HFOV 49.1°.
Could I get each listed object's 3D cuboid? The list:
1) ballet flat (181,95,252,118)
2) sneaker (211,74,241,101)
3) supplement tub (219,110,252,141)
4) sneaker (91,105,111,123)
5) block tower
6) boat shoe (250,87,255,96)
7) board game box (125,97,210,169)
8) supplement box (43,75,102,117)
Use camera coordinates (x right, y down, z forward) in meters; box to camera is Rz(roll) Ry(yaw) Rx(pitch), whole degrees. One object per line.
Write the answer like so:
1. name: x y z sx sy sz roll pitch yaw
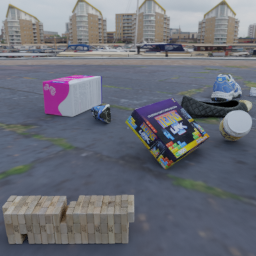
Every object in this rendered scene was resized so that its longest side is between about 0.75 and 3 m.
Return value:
1. ballet flat: 2.628 -0.668 8.180 2.211 0.628 0.735 -3 17 -11
2. sneaker: 3.928 -1.647 10.951 0.905 0.920 2.389 7 17 28
3. supplement tub: 2.242 -0.049 5.862 0.548 0.548 0.758 3 -12 8
4. sneaker: -0.748 -0.376 7.683 0.528 0.465 1.184 -8 9 -1
5. block tower: -0.631 0.998 3.080 1.407 0.407 0.380 -2 17 1
6. boat shoe: 5.510 -1.483 11.306 1.175 0.392 0.432 -3 17 -11
7. board game box: 0.782 0.029 5.250 1.124 0.385 1.359 50 38 15
8. supplement box: -1.690 -1.083 8.933 0.998 1.019 1.971 7 20 20
